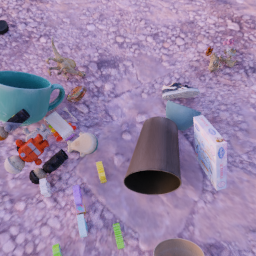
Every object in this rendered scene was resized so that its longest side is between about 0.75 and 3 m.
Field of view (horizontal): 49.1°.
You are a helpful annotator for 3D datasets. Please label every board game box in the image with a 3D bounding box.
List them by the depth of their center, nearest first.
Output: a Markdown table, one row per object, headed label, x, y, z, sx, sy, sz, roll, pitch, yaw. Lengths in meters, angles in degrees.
| label | x | y | z | sx | sy | sz | roll | pitch | yaw |
| --- | --- | --- | --- | --- | --- | --- | --- | --- | --- |
| board game box | 2.733 | 0.786 | 9.383 | 0.378 | 1.835 | 1.839 | -13 | 31 | -4 |

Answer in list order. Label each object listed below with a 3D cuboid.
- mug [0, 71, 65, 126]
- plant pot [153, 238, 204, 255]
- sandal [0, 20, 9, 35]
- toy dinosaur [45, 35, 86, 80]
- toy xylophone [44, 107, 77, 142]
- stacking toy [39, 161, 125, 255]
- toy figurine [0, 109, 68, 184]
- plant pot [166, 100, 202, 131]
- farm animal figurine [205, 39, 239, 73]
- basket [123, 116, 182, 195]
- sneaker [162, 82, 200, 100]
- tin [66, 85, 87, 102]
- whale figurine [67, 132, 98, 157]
| label | x | y | z | sx | sy | sz | roll | pitch | yaw |
| --- | --- | --- | --- | --- | --- | --- | --- | --- | --- |
| mug | -3.926 | -1.021 | 10.716 | 2.676 | 1.654 | 2.198 | 12 | 22 | -8 |
| plant pot | 1.485 | 4.113 | 8.231 | 1.462 | 0.981 | 1.462 | -2 | 15 | 1 |
| sandal | -7.381 | -4.811 | 13.660 | 2.907 | 0.696 | 1.092 | -23 | 63 | -13 |
| toy dinosaur | -3.017 | -2.917 | 12.557 | 2.600 | 0.757 | 1.315 | 46 | 53 | 12 |
| toy xylophone | -2.634 | -0.175 | 11.167 | 1.081 | 0.371 | 1.476 | -32 | 65 | -17 |
| stacking toy | -1.575 | 2.742 | 9.302 | 2.249 | 0.701 | 2.983 | -14 | 62 | -8 |
| toy figurine | -3.420 | 0.685 | 9.676 | 1.538 | 2.210 | 2.176 | -41 | 64 | -3 |
| plant pot | 2.038 | -0.421 | 10.897 | 1.377 | 1.377 | 0.927 | 22 | 99 | 12 |
| farm animal figurine | 4.237 | -3.238 | 12.787 | 1.564 | 0.786 | 1.263 | -18 | 80 | -14 |
| basket | 0.973 | 0.901 | 9.833 | 1.603 | 2.126 | 2.358 | 37 | 47 | -28 |
| sneaker | 2.219 | -1.635 | 11.866 | 1.587 | 0.622 | 0.630 | -5 | 66 | -1 |
| tin | -2.114 | -1.386 | 11.523 | 1.240 | 0.260 | 0.694 | 3 | 55 | 54 |
| whale figurine | -1.700 | 0.644 | 10.639 | 1.239 | 0.643 | 0.986 | -13 | 72 | 20 |
